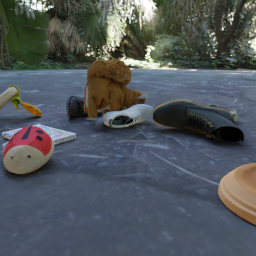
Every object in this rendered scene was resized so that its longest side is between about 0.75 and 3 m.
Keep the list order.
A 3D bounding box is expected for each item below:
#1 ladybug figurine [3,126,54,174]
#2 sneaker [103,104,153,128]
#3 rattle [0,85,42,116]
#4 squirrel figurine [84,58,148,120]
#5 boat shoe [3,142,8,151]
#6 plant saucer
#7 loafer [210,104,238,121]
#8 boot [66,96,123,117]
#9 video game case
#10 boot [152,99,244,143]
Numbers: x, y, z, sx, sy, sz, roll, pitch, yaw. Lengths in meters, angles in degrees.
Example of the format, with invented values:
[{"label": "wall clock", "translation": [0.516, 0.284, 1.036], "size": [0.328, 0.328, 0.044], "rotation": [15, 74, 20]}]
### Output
[{"label": "ladybug figurine", "translation": [-2.430, 0.437, 6.841], "size": [1.166, 0.618, 1.717], "rotation": [-6, 27, -6]}, {"label": "sneaker", "translation": [0.105, -0.361, 10.440], "size": [2.006, 0.733, 0.710], "rotation": [-15, 29, -20]}, {"label": "rattle", "translation": [-5.018, -0.435, 11.216], "size": [1.611, 1.767, 2.474], "rotation": [-8, 35, 33]}, {"label": "squirrel figurine", "translation": [-0.436, -1.506, 11.026], "size": [2.378, 2.548, 1.803], "rotation": [2, 4, -15]}, {"label": "boat shoe", "translation": [-2.918, 0.360, 7.741], "size": [0.407, 0.362, 1.108], "rotation": [9, 30, 33]}, {"label": "plant saucer", "translation": [2.844, 1.147, 5.092], "size": [2.277, 0.426, 2.277], "rotation": [0, 14, 0]}, {"label": "loafer", "translation": [3.393, -0.541, 10.758], "size": [2.193, 0.749, 0.830], "rotation": [-9, 17, -30]}, {"label": "boot", "translation": [-1.323, -0.973, 12.166], "size": [2.189, 0.870, 2.514], "rotation": [3, 13, 13]}, {"label": "video game case", "translation": [-2.848, 0.239, 8.954], "size": [1.963, 0.177, 1.405], "rotation": [11, 19, 36]}, {"label": "boot", "translation": [2.212, -0.211, 9.149], "size": [2.804, 1.086, 1.939], "rotation": [0, 20, 4]}]
